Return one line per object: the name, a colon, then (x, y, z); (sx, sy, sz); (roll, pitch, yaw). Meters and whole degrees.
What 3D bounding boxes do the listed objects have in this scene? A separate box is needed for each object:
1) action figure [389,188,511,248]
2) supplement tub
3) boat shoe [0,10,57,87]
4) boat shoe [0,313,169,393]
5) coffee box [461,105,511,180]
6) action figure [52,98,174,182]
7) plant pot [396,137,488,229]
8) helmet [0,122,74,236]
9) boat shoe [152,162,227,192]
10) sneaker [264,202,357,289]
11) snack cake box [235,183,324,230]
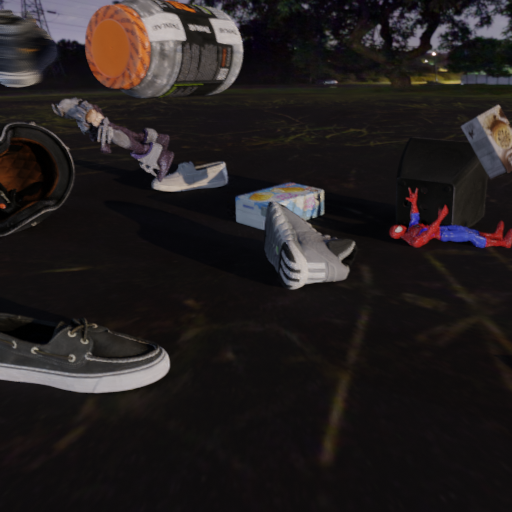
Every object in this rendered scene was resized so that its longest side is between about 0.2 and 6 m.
action figure: (3.749, -0.718, 10.892); (2.281, 1.129, 0.744); (-2, 20, 1)
supplement tub: (-1.529, -3.535, 9.626); (1.572, 1.572, 2.566); (13, 22, 30)
boat shoe: (-4.380, -4.200, 10.673); (0.872, 1.119, 2.465); (-1, 38, -10)
boat shoe: (-2.224, 1.080, 6.576); (2.397, 0.678, 0.823); (2, 21, 6)
coffee box: (4.078, -1.927, 9.560); (0.609, 1.078, 0.430); (-30, 1, -23)
action figure: (-1.509, -1.281, 5.889); (1.312, 0.455, 0.853); (23, 18, -34)
plant pot: (3.805, -1.354, 11.903); (1.753, 1.757, 1.559); (13, 37, 31)
helmet: (-5.081, -1.656, 11.641); (2.380, 2.380, 2.269); (4, 32, 12)
boat shoe: (-1.798, -2.207, 15.280); (2.145, 0.735, 0.772); (-7, 22, -18)
sneaker: (0.983, -0.181, 9.861); (1.447, 0.940, 2.506); (1, 30, -11)
snack cake box: (0.551, -1.125, 12.563); (1.052, 0.614, 1.829); (18, 27, 42)
